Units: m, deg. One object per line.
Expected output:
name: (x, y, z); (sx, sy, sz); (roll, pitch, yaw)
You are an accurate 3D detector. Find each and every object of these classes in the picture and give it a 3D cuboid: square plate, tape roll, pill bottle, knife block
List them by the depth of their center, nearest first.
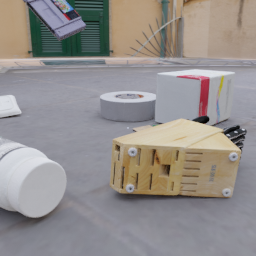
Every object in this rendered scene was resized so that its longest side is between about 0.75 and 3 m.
pill bottle: (-1.860, 0.720, 4.456); (1.741, 0.985, 0.985); (13, 22, 36)
knife block: (1.050, 0.357, 5.609); (2.790, 0.893, 2.449); (3, 17, -5)
tape roll: (0.037, -0.808, 9.949); (2.060, 0.680, 2.060); (0, 18, 0)
square plate: (-4.706, -0.779, 9.953); (1.484, 0.213, 1.499); (-14, 36, -26)

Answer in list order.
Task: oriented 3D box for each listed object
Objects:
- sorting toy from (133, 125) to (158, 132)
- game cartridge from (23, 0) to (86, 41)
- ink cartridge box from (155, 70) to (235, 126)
sorting toy: (0.610, 0.039, 8.150); (0.809, 0.119, 0.598); (-11, 15, -21)
game cartridge: (-2.433, -3.876, 9.382); (1.229, 1.895, 0.364); (-40, -3, -30)
ink cartridge box: (2.166, -0.991, 8.969); (2.192, 1.585, 1.592); (-17, 24, -42)
